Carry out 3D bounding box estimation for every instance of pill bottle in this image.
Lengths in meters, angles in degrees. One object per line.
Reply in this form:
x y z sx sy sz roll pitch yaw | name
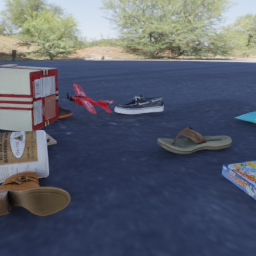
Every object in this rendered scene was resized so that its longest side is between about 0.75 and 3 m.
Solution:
-2.414 0.568 5.388 1.666 0.952 0.952 -5 17 -16 | pill bottle

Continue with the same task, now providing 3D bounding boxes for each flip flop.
1.686 0.255 7.080 2.008 0.578 0.814 -3 17 -11 | flip flop

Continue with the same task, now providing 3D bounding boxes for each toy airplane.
-1.389 -1.001 10.501 1.976 0.363 1.976 20 29 -12 | toy airplane

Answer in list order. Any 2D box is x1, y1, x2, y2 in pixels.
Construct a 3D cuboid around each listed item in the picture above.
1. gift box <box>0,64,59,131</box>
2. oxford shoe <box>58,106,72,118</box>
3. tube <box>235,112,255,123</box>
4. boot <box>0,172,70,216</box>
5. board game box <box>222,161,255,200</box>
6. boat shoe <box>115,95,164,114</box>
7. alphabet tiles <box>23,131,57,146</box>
-3.651 -1.077 8.873 2.154 2.129 2.307 5 11 12 | gift box
-2.746 -0.680 10.232 1.546 0.561 0.550 6 18 19 | oxford shoe
4.950 -0.275 8.858 1.076 0.700 2.778 -6 12 -42 | tube
-1.602 1.025 4.733 1.281 0.472 0.991 -1 15 -8 | boot
2.548 1.007 5.155 0.956 0.243 1.413 -5 17 -15 | board game box
0.459 -0.957 10.934 2.023 0.686 0.726 -5 17 -15 | boat shoe
-3.133 0.467 6.842 2.485 0.094 2.077 -13 17 -29 | alphabet tiles
